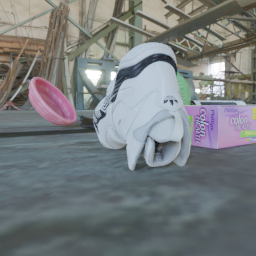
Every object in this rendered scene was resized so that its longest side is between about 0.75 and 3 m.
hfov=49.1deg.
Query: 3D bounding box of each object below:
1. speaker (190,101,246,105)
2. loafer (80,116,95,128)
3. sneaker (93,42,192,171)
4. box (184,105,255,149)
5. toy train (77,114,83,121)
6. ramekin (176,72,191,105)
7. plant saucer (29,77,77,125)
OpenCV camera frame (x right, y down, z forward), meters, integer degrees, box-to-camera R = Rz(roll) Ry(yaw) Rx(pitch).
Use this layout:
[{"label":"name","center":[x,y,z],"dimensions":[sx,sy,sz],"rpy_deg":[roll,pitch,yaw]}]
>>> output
[{"label":"speaker","center":[4.327,-0.780,13.631],"dimensions":[2.771,1.125,1.125],"rpy_deg":[-1,5,-15]},{"label":"loafer","center":[-1.072,-0.260,10.679],"dimensions":[1.456,0.520,0.532],"rpy_deg":[-1,2,-19]},{"label":"sneaker","center":[0.119,0.076,4.476],"dimensions":[0.988,1.511,2.629],"rpy_deg":[-1,-30,-21]},{"label":"box","center":[1.873,-0.109,6.731],"dimensions":[1.633,0.898,1.857],"rpy_deg":[-4,5,-37]},{"label":"toy train","center":[-2.819,-0.551,15.638],"dimensions":[0.863,0.368,0.492],"rpy_deg":[-1,14,-15]},{"label":"ramekin","center":[1.388,-1.320,12.486],"dimensions":[1.229,2.515,2.515],"rpy_deg":[-15,14,-43]},{"label":"plant saucer","center":[-2.925,-0.924,10.695],"dimensions":[0.570,2.248,2.248],"rpy_deg":[-39,-5,13]}]
